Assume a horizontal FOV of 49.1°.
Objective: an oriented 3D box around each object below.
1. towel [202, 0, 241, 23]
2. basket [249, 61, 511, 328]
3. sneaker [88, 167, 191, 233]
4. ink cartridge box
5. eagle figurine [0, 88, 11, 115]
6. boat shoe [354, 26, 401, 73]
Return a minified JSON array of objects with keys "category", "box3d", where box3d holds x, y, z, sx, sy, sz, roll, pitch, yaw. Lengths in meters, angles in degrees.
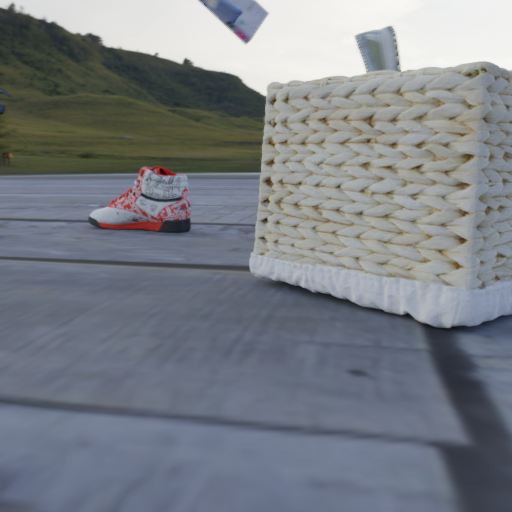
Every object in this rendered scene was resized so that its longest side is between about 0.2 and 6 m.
[{"category":"towel","box3d":[-1.000,-4.193,8.464,1.826,0.217,1.341,33,13,-14]},{"category":"basket","box3d":[1.889,-0.775,6.432,2.880,2.337,2.906,-8,14,-42]},{"category":"sneaker","box3d":[-2.419,-1.196,11.547,2.411,1.292,0.805,5,11,25]},{"category":"ink cartridge box","box3d":[-0.453,-4.366,9.669,1.297,0.774,0.272,39,-30,-20]},{"category":"eagle figurine","box3d":[-3.907,-2.440,8.150,0.512,0.674,0.509,-35,63,-20]},{"category":"boat shoe","box3d":[2.346,-2.994,10.569,0.793,2.473,0.912,-3,12,19]}]
